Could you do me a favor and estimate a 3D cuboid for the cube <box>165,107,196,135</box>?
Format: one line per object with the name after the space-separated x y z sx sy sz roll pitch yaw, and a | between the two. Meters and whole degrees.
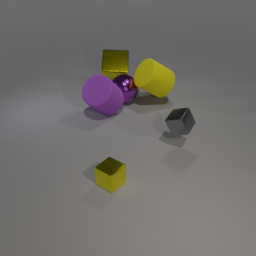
1.867 -0.227 9.965 0.700 0.700 0.700 -4 36 44 | cube

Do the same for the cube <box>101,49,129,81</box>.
-0.680 -3.276 15.263 1.400 1.400 1.400 2 69 -1 | cube

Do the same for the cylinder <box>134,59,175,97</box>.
1.235 -2.310 13.076 1.400 1.400 1.400 20 17 -36 | cylinder

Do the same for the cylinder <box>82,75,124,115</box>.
-1.066 -1.419 12.213 1.400 1.400 1.400 15 -7 24 | cylinder

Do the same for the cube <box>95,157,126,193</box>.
-0.534 1.439 8.671 0.700 0.700 0.700 22 37 32 | cube

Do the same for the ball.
-0.195 -1.890 13.559 1.400 1.400 1.400 0 31 0 | ball
